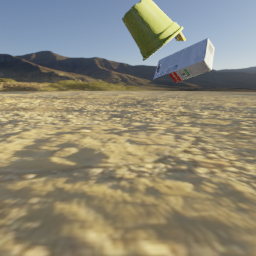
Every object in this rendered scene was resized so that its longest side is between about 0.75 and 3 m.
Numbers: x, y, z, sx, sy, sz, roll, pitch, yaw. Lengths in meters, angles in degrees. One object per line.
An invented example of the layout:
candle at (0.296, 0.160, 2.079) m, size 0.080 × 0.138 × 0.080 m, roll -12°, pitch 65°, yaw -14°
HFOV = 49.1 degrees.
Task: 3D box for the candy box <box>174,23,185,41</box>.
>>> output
candy box at (2.092, -4.094, 12.031) m, size 0.463 × 0.120 × 0.905 m, roll 16°, pitch -23°, yaw 47°

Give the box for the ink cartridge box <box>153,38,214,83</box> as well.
ink cartridge box at (1.310, -1.513, 6.668) m, size 1.401 × 0.764 × 0.353 m, roll -16°, pitch -46°, yaw 40°

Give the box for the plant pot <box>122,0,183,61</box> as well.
plant pot at (0.728, -3.581, 9.876) m, size 1.791 × 1.646 × 1.791 m, roll -39°, pitch 10°, yaw 8°
